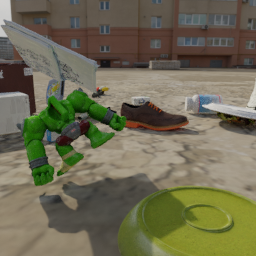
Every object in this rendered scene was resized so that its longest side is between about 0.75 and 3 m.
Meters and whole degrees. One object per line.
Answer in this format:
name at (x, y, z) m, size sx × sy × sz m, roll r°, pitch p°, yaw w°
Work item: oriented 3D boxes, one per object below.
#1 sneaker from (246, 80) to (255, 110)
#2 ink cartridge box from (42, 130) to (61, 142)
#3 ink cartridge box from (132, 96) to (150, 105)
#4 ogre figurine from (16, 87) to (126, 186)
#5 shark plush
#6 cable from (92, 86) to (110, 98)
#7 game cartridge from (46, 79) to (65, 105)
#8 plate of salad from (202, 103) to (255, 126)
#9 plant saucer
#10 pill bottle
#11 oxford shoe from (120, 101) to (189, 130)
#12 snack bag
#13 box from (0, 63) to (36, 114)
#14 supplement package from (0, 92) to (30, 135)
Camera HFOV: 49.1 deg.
sneaker at (5.744, -1.548, 12.244) m, size 1.019 × 1.553 × 2.700 m, roll 5°, pitch 15°, yaw 20°
ink cartridge box at (-2.296, 0.122, 8.159) m, size 0.798 × 0.338 × 0.577 m, roll 7°, pitch 16°, yaw 31°
ink cartridge box at (0.635, -1.362, 13.951) m, size 0.831 × 0.364 × 0.604 m, roll -2°, pitch 14°, yaw -13°
ogre figurine at (-1.104, 0.021, 5.314) m, size 2.053 × 1.231 × 1.007 m, roll -37°, pitch -3°, yaw -7°
shark plush at (-1.380, -0.739, 11.096) m, size 1.872 × 0.851 × 0.780 m, roll -12°, pitch -13°, yaw -25°
cable at (-1.896, -2.251, 17.124) m, size 1.001 × 0.518 × 2.060 m, roll 3°, pitch 15°, yaw 16°
game cartridge at (-3.367, -1.731, 12.962) m, size 0.975 × 1.463 × 0.296 m, roll -20°, pitch -32°, yaw 31°
plate of salad at (3.823, -0.461, 10.033) m, size 2.372 × 0.570 × 2.372 m, roll 10°, pitch 12°, yaw -2°
plant saucer at (1.002, 1.276, 3.613) m, size 2.281 × 0.354 × 2.281 m, roll -1°, pitch 14°, yaw 0°
pill bottle at (3.139, -0.997, 11.661) m, size 1.435 × 0.780 × 0.780 m, roll 1°, pitch 14°, yaw 4°
oxford shoe at (0.838, -0.437, 9.302) m, size 2.354 × 0.854 × 0.838 m, roll 4°, pitch 15°, yaw 14°
snack bag at (-1.603, -1.434, 6.288) m, size 2.057 × 0.220 × 1.940 m, roll 25°, pitch -13°, yaw -1°
box at (-5.304, -1.466, 10.846) m, size 2.525 × 2.074 × 2.095 m, roll 5°, pitch 15°, yaw 19°
supplement package at (-4.017, -0.470, 8.795) m, size 1.528 × 1.159 × 1.151 m, roll -10°, pitch 18°, yaw -35°
